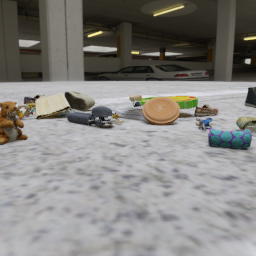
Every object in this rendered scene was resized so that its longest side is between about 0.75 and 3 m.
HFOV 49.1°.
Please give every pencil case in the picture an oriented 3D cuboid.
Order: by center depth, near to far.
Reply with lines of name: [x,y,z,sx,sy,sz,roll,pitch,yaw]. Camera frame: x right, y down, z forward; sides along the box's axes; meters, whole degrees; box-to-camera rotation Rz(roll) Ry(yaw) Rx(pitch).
pencil case: [2.395,0.225,6.630,0.967,0.447,0.411,3,-18,19]

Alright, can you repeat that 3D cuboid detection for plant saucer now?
plant saucer: [1.142,-0.635,9.625,1.295,0.209,1.295,-2,49,2]

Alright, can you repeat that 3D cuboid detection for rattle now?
rattle: [-3.858,-0.546,10.809,0.632,0.576,0.885,22,-4,34]

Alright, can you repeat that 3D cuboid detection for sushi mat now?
sushi mat: [-3.212,-0.990,11.679,1.323,0.167,2.765,-18,23,-13]

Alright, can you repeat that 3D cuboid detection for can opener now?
can opener: [-1.253,-0.459,9.374,2.050,0.685,0.547,10,16,39]

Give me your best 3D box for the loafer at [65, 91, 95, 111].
loafer: [-2.295,-1.251,13.178,0.725,0.803,2.123,-8,24,-40]

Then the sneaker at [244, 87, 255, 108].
sneaker: [6.452,-1.497,13.632,0.702,0.997,1.877,-5,13,-23]

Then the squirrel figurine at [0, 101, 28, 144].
squirrel figurine: [-3.187,-0.205,7.316,1.096,1.023,0.776,11,16,44]

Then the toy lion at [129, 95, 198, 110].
toy lion: [1.544,-1.029,11.416,2.248,0.805,2.345,-16,18,-35]

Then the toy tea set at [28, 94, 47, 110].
toy tea set: [-3.686,-1.192,12.935,1.847,0.683,1.098,6,13,26]

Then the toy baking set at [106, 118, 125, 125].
toy baking set: [-0.598,-0.211,9.643,0.848,0.128,1.104,-1,11,-21]

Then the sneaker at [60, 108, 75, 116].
sneaker: [-2.388,-0.654,11.215,0.786,0.340,0.294,5,14,30]

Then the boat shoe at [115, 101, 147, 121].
boat shoe: [0.307,-0.702,10.590,2.027,0.662,0.746,10,16,39]

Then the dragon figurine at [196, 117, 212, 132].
dragon figurine: [2.461,-0.144,8.736,0.564,0.334,1.135,0,10,-1]

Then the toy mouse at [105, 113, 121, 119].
toy mouse: [-0.624,-0.431,10.007,0.735,0.160,0.827,11,13,29]

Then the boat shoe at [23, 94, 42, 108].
boat shoe: [-4.423,-1.365,13.943,0.682,0.614,1.896,6,13,27]

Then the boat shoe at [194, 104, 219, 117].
boat shoe: [3.186,-0.724,11.264,1.236,0.444,0.468,-8,14,-33]

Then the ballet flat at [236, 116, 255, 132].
ballet flat: [3.988,-0.085,8.298,1.477,0.522,0.522,1,12,1]
